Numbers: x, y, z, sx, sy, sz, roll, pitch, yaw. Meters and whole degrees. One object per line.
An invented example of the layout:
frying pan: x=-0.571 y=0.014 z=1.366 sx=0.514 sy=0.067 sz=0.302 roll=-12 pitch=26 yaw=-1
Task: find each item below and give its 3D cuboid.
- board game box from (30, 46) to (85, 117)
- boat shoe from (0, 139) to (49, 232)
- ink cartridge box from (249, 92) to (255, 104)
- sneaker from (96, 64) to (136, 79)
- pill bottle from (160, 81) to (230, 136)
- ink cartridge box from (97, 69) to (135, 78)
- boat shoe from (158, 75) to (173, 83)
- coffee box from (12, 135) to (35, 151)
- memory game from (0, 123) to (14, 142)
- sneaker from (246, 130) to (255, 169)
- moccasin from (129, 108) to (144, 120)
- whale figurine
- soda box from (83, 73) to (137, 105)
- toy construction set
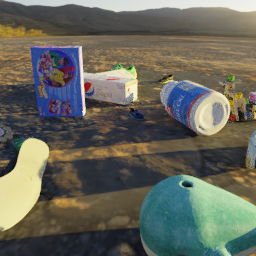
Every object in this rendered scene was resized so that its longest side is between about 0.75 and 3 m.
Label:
board game box: x=-2.483 y=-1.663 z=10.170 sx=1.681 sy=2.500 sz=0.560 roll=0 pitch=22 yaw=-2
boat shoe: x=-2.267 y=1.188 z=5.761 sx=0.846 sy=0.724 sz=2.311 roll=29 pitch=31 yaw=-16
ink cartridge box: x=6.066 y=-1.035 z=11.359 sx=1.276 sy=0.449 sz=2.139 roll=-3 pitch=20 yaw=-8
sneaker: x=-0.715 y=-3.031 z=15.403 sx=2.388 sy=0.998 sz=0.885 roll=-9 pitch=25 yaw=-19
pill bottle: x=2.121 y=-0.823 z=9.597 sx=1.422 sy=1.422 sz=2.534 roll=-8 pitch=22 yaw=-18
ink cartridge box: x=-0.654 y=-2.361 z=14.025 sx=1.878 sy=0.632 sz=1.100 roll=-19 pitch=44 yaw=-38
boat shoe: x=2.078 y=-2.719 z=15.523 sx=1.141 sy=0.357 sz=0.417 roll=-21 pitch=31 yaw=-38
coffee box: x=-2.833 y=0.505 z=7.938 sx=0.594 sy=0.213 sz=0.967 roll=-15 pitch=28 yaw=-34
memory game: x=-4.143 y=0.117 z=8.535 sx=1.281 sy=0.082 sz=1.281 roll=17 pitch=21 yaw=-7
sneaker: x=3.907 y=0.448 z=7.156 sx=2.480 sy=0.938 sz=1.087 roll=-22 pitch=31 yaw=-40
moccasin: x=0.279 y=-0.525 z=10.316 sx=0.341 sy=0.289 sz=0.847 roll=-15 pitch=27 yaw=-32
whale figurine: x=1.367 y=1.384 z=4.369 sx=2.393 sy=1.242 sz=1.904 roll=-2 pitch=22 yaw=10
soda box: x=-1.101 y=-1.813 z=12.554 sx=2.973 sy=0.946 sz=1.012 roll=13 pitch=26 yaw=28
toy construction set: x=4.071 y=-1.105 z=10.188 sx=1.905 sy=1.464 sz=1.589 roll=7 pitch=24 yaw=15
